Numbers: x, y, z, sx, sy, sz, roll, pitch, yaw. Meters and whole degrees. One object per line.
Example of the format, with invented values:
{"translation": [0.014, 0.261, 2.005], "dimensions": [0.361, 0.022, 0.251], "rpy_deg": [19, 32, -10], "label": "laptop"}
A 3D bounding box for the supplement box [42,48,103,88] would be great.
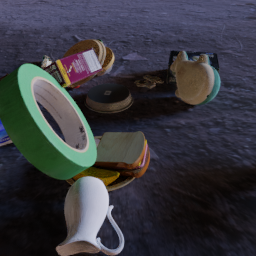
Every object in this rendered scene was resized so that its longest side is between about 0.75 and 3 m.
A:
{"translation": [-1.622, -1.699, 8.178], "dimensions": [0.938, 0.739, 1.432], "rpy_deg": [-11, 17, 46], "label": "supplement box"}

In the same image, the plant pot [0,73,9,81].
{"translation": [-4.801, -1.080, 10.387], "dimensions": [1.438, 1.452, 1.452], "rpy_deg": [-31, 45, -24], "label": "plant pot"}

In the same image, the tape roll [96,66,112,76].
{"translation": [-1.355, -3.173, 13.302], "dimensions": [1.306, 1.306, 0.431], "rpy_deg": [25, 42, 31], "label": "tape roll"}

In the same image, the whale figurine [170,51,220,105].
{"translation": [2.698, -2.040, 11.336], "dimensions": [1.333, 2.044, 2.569], "rpy_deg": [8, 38, -32], "label": "whale figurine"}

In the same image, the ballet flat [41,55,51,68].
{"translation": [-4.221, -3.443, 14.524], "dimensions": [0.475, 0.428, 1.261], "rpy_deg": [11, 30, -17], "label": "ballet flat"}

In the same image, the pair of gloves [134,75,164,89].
{"translation": [0.954, -2.077, 12.716], "dimensions": [1.020, 0.210, 1.199], "rpy_deg": [20, 38, 32], "label": "pair of gloves"}

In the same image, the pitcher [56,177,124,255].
{"translation": [-0.769, 2.009, 6.364], "dimensions": [1.420, 1.004, 1.655], "rpy_deg": [10, 45, -8], "label": "pitcher"}

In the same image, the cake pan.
{"translation": [-0.786, -1.280, 11.442], "dimensions": [1.999, 0.367, 1.999], "rpy_deg": [0, 35, 0], "label": "cake pan"}

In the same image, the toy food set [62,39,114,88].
{"translation": [-2.036, -2.947, 12.635], "dimensions": [2.640, 0.642, 2.613], "rpy_deg": [-45, 52, 3], "label": "toy food set"}

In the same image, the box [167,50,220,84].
{"translation": [3.003, -2.804, 13.078], "dimensions": [2.229, 0.960, 1.826], "rpy_deg": [7, 36, 9], "label": "box"}

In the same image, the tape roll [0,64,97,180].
{"translation": [-1.794, -0.163, 6.596], "dimensions": [0.666, 2.773, 2.773], "rpy_deg": [-31, 34, 12], "label": "tape roll"}

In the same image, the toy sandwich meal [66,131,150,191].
{"translation": [-0.692, 0.779, 8.040], "dimensions": [2.647, 0.907, 2.647], "rpy_deg": [0, 35, 0], "label": "toy sandwich meal"}

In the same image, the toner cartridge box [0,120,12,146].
{"translation": [-5.032, 0.273, 9.053], "dimensions": [2.642, 0.570, 1.255], "rpy_deg": [-18, 40, -23], "label": "toner cartridge box"}
